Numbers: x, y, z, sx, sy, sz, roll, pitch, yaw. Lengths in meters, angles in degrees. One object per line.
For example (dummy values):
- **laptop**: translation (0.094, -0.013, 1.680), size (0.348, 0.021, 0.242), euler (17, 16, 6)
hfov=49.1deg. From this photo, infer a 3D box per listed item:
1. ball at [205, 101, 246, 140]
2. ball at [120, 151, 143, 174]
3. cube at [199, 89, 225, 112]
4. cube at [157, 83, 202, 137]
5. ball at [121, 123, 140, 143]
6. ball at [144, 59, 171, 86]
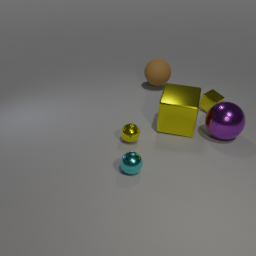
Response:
- **ball**: translation (3.538, -0.267, 10.225), size (1.400, 1.400, 1.400), euler (0, 29, 0)
- **ball**: translation (0.106, 1.066, 8.577), size (0.700, 0.700, 0.700), euler (0, 29, 0)
- **cube**: translation (3.693, -1.168, 12.400), size (0.700, 0.700, 0.700), euler (-28, 58, -30)
- **cube**: translation (1.955, -0.704, 10.740), size (1.400, 1.400, 1.400), euler (10, 42, 12)
- **ball**: translation (0.089, 0.175, 10.113), size (0.700, 0.700, 0.700), euler (0, 29, 0)
- **ball**: translation (1.564, -2.930, 14.725), size (1.400, 1.400, 1.400), euler (0, 29, 0)
